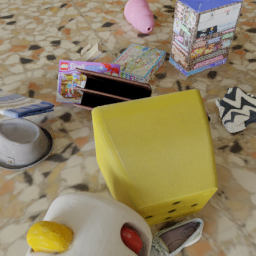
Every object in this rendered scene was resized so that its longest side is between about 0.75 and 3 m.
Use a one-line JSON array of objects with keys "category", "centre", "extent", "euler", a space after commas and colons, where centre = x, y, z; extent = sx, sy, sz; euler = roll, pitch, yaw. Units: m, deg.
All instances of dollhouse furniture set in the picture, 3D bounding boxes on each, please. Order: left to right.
[{"category": "dollhouse furniture set", "centre": [-1.089, -2.744, 11.762], "extent": [0.980, 1.502, 1.418], "euler": [-36, 39, 23]}]

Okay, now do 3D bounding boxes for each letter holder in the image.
[{"category": "letter holder", "centre": [-0.545, -1.061, 9.346], "extent": [2.467, 1.753, 1.240], "euler": [14, 91, 7]}]

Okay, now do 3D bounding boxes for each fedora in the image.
[{"category": "fedora", "centre": [-3.604, 0.341, 9.204], "extent": [2.229, 1.006, 1.971], "euler": [22, 51, 19]}]

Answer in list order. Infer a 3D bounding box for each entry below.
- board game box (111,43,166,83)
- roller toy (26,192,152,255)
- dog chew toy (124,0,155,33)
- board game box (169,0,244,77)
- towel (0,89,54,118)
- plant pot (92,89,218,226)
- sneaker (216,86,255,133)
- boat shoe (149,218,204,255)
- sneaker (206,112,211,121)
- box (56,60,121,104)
[{"category": "board game box", "centre": [0.435, -2.871, 12.429], "extent": [1.736, 0.442, 2.583], "euler": [20, 45, 17]}, {"category": "roller toy", "centre": [-0.811, 2.721, 5.939], "extent": [2.445, 2.680, 1.873], "euler": [19, 49, 2]}, {"category": "dog chew toy", "centre": [0.705, -5.890, 14.857], "extent": [1.408, 1.408, 2.261], "euler": [-16, 57, -14]}, {"category": "board game box", "centre": [3.208, -4.026, 11.973], "extent": [2.304, 2.889, 1.399], "euler": [-21, 51, -19]}, {"category": "towel", "centre": [-4.370, -0.945, 10.126], "extent": [2.824, 0.336, 2.074], "euler": [16, 17, 19]}, {"category": "plant pot", "centre": [0.757, 1.046, 7.526], "extent": [2.874, 2.874, 2.535], "euler": [-11, 59, -10]}, {"category": "sneaker", "centre": [4.492, -0.977, 10.370], "extent": [2.667, 1.064, 1.735], "euler": [-19, 58, -4]}, {"category": "boat shoe", "centre": [1.069, 2.868, 7.103], "extent": [1.952, 0.626, 0.719], "euler": [-19, 50, -17]}, {"category": "sneaker", "centre": [2.344, -0.265, 10.123], "extent": [1.417, 0.536, 0.620], "euler": [-19, 55, -17]}, {"category": "box", "centre": [-1.520, -1.717, 10.850], "extent": [2.355, 0.460, 1.612], "euler": [5, 92, 4]}]
